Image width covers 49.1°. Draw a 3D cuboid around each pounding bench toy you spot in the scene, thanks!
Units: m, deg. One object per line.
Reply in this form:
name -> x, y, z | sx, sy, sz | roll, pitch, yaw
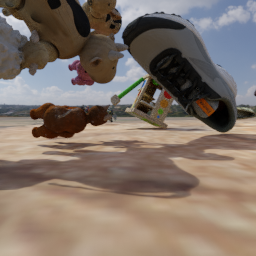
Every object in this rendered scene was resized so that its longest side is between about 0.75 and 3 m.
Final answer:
pounding bench toy -> 0.467, -0.921, 7.600 | 1.632, 1.273, 1.014 | 26, -2, -12

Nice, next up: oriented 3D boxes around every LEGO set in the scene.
LEGO set -> -1.031, -0.682, 10.747 | 1.769, 0.501, 1.149 | 22, -13, 22

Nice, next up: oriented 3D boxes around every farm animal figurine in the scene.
farm animal figurine -> -0.669, -1.177, 3.477 | 1.270, 2.436, 2.409 | -10, -33, 24

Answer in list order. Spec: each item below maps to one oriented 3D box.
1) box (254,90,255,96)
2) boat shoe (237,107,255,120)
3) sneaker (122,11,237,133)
box -> 4.174, -0.999, 6.086 | 1.882, 1.545, 1.561 | 35, 24, 34
boat shoe -> 3.493, -0.466, 9.224 | 1.314, 0.479, 0.413 | 3, 10, 1
sneaker -> 1.051, -0.866, 4.750 | 2.752, 1.091, 1.017 | 32, -48, -30
